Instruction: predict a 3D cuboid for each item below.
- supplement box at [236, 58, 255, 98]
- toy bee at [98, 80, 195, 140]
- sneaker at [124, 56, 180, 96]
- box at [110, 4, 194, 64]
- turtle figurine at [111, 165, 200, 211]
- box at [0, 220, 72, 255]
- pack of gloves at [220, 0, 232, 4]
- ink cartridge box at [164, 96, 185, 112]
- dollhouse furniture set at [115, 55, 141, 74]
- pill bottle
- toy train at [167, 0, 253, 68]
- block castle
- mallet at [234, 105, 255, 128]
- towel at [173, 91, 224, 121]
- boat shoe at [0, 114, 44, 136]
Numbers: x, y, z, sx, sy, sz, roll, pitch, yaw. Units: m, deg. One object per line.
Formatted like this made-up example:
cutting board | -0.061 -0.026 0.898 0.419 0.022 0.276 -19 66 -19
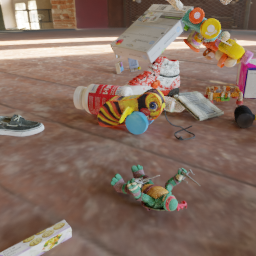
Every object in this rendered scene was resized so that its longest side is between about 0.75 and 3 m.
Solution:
supplement box | 5.418 -2.169 11.838 1.238 1.264 2.447 4 25 12
toy bee | 0.479 -0.679 8.174 2.821 1.533 1.847 0 23 0
sneaker | 0.720 -2.007 11.013 2.905 1.557 0.970 -8 21 -19
box | 0.916 -3.631 10.539 2.072 0.547 2.658 27 67 43
turtle figurine | 0.439 1.097 5.063 1.184 0.796 1.581 -1 5 -36
box | -1.396 1.774 4.206 1.149 0.222 0.238 -19 30 -36
pack of gloves | 2.533 -4.124 7.967 1.737 0.408 2.068 19 0 -9
ink cartridge box | 1.510 -0.901 10.258 1.365 0.425 1.696 21 13 39
dollhouse furniture set | -0.003 -3.542 15.058 1.227 1.158 0.801 -6 22 16
pill bottle | -0.824 -0.936 9.357 1.825 1.024 1.024 7 25 16
toy train | 1.808 -2.053 6.632 2.549 0.709 1.914 18 23 -41
block castle | 3.510 -1.139 10.360 1.283 0.602 0.857 0 28 5
mallet | 4.496 -0.157 8.358 2.560 0.527 0.843 13 26 19
towel | 2.376 -0.808 9.431 1.341 0.241 1.393 -13 47 -35
boat shoe | -3.245 -0.114 8.049 1.586 0.562 0.572 -1 24 -2
